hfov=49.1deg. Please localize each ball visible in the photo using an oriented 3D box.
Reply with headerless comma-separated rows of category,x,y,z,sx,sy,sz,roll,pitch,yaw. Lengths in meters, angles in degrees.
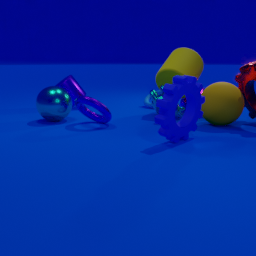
ball,-2.463,-0.811,9.359,1.180,1.180,1.180,0,14,0
ball,2.895,-0.749,8.728,1.356,1.356,1.356,0,14,0

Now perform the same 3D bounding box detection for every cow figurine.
cow figurine,1.331,-0.751,9.718,0.833,1.493,1.517,-25,-26,-4
cow figurine,2.652,-0.983,10.721,1.578,0.866,1.553,-13,18,30

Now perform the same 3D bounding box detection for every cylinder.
cylinder,-2.446,-1.516,11.689,1.026,1.026,1.026,-32,22,14
cylinder,1.931,-2.037,10.454,1.384,1.384,1.384,10,51,35

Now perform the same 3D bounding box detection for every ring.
ring,-1.092,-0.568,8.784,1.279,0.256,1.279,23,-22,10
ring,1.211,-1.245,12.073,1.125,0.225,1.125,-18,34,13

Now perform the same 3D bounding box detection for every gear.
gear,4.068,-1.038,8.522,0.369,1.994,1.994,-25,19,-9
gear,1.325,-0.471,6.982,1.641,1.641,0.304,-13,24,-42
